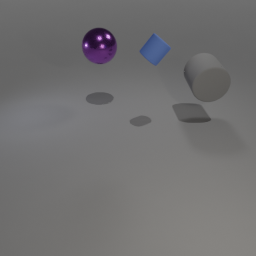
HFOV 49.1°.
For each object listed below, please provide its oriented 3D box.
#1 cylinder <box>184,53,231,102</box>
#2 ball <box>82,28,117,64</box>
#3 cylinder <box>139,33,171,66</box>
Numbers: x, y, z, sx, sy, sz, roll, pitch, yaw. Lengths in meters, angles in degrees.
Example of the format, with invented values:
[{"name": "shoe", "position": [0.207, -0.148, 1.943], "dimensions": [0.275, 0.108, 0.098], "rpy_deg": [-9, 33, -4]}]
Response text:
[{"name": "cylinder", "position": [2.937, -1.912, 10.549], "dimensions": [1.400, 1.400, 1.400], "rpy_deg": [-2, 36, -3]}, {"name": "ball", "position": [-1.128, -3.241, 11.109], "dimensions": [1.400, 1.400, 1.400], "rpy_deg": [0, 29, 0]}, {"name": "cylinder", "position": [0.829, -2.398, 8.572], "dimensions": [0.700, 0.700, 0.700], "rpy_deg": [36, 20, -16]}]
